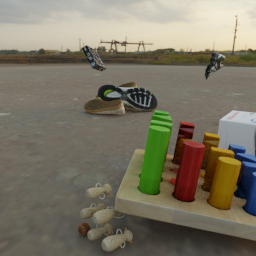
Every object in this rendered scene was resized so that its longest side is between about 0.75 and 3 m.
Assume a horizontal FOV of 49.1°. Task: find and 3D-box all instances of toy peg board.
[{"bbox_3d":[1.286,0.569,4.933,2.522,1.239,2.533,10,13,6],"label":"toy peg board"}]

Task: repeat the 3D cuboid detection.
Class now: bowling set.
[{"bbox_3d":[-0.417,1.364,4.252,0.526,0.980,0.682,-5,-19,-44],"label":"bowling set"}]

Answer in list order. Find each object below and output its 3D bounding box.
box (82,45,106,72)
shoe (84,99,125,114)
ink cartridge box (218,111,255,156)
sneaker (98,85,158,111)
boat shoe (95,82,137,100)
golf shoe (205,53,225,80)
[{"bbox_3d":[-1.284,-2.655,10.763,0.235,0.863,1.077,-29,-2,14],"label":"box"},{"bbox_3d":[-1.057,-0.853,12.290,2.078,0.555,0.726,3,55,33],"label":"shoe"},{"bbox_3d":[3.773,0.183,7.780,2.169,0.931,1.588,11,19,30],"label":"ink cartridge box"},{"bbox_3d":[0.007,-1.355,13.081,2.774,1.025,1.123,13,-10,2],"label":"sneaker"},{"bbox_3d":[-0.592,-1.710,14.694,2.485,0.779,0.911,-8,35,31],"label":"boat shoe"},{"bbox_3d":[3.487,-2.417,11.259,0.582,1.232,0.479,7,52,-5],"label":"golf shoe"}]
